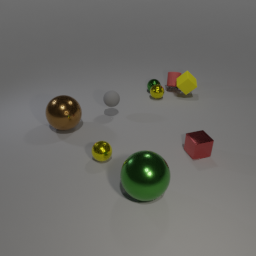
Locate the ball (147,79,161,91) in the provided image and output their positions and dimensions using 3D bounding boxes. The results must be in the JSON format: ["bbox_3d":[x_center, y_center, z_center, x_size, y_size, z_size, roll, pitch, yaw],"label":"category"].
[{"bbox_3d":[1.325,-2.160,14.332,0.700,0.700,0.700,0,31,0],"label":"ball"}]

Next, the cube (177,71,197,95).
[{"bbox_3d":[2.850,-2.197,13.595,0.700,0.700,0.700,37,38,-24],"label":"cube"}]

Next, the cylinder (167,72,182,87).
[{"bbox_3d":[2.369,-2.493,14.382,0.700,0.700,0.700,5,5,0],"label":"cylinder"}]

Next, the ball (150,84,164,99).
[{"bbox_3d":[1.422,-1.776,13.665,0.700,0.700,0.700,0,31,0],"label":"ball"}]

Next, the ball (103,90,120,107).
[{"bbox_3d":[-0.690,-1.231,11.801,0.700,0.700,0.700,0,31,0],"label":"ball"}]

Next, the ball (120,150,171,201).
[{"bbox_3d":[0.486,1.326,7.847,1.400,1.400,1.400,0,31,0],"label":"ball"}]

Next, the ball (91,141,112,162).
[{"bbox_3d":[-0.874,0.773,9.396,0.700,0.700,0.700,0,31,0],"label":"ball"}]

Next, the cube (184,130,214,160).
[{"bbox_3d":[2.441,0.586,9.718,0.700,0.700,0.700,-10,34,-16],"label":"cube"}]

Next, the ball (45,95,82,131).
[{"bbox_3d":[-2.521,-0.592,11.011,1.400,1.400,1.400,0,31,0],"label":"ball"}]
